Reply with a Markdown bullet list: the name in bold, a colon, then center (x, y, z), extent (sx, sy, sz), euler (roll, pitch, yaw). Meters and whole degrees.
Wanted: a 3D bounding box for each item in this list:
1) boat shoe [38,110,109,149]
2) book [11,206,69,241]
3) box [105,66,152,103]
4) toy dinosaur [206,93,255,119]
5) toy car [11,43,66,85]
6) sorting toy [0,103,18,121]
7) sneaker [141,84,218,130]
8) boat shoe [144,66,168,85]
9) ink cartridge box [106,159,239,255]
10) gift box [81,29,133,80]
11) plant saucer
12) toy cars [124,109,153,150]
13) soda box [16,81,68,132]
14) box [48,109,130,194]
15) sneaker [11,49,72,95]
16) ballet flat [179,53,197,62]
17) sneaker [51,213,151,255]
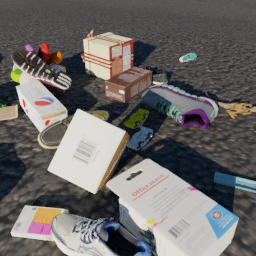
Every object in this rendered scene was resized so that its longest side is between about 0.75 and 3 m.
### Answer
- **boat shoe**: center (-1.723, -0.092, 9.231), extent (2.497, 0.821, 0.892), euler (-21, 76, -32)
- **book**: center (-2.024, 2.210, 6.518), extent (1.112, 0.267, 0.743), euler (5, 37, 8)
- **box**: center (0.070, -1.967, 12.353), extent (1.071, 0.802, 2.139), euler (23, 38, 30)
- **toy dinosaur**: center (4.036, -0.790, 10.892), extent (2.134, 0.645, 1.133), euler (15, 15, 9)
- **toy car**: center (-4.105, -2.895, 12.766), extent (2.475, 1.856, 2.166), euler (-17, 38, -24)
- **sorting toy**: center (-4.743, -0.649, 10.886), extent (0.921, 0.183, 1.246), euler (-14, 39, -12)
- **sneaker**: center (1.742, -0.770, 10.314), extent (2.948, 1.097, 1.290), euler (15, 41, 20)
- **boat shoe**: center (0.958, -2.597, 13.391), extent (2.006, 0.665, 0.750), euler (21, 39, 29)
- **ink cartridge box**: center (0.857, 1.917, 6.352), extent (1.516, 0.893, 2.632), euler (-26, 41, -33)
- **gift box**: center (-0.974, -3.744, 13.871), extent (2.011, 2.154, 1.988), euler (25, 36, 34)
- **plant saucer**: center (2.960, 1.501, 7.713), extent (1.144, 0.109, 0.400), euler (13, 35, 17)
- **toy cars**: center (0.361, 0.092, 9.552), extent (0.941, 0.465, 2.099), euler (-10, 37, 3)
- **soda box**: center (-3.223, -0.786, 10.439), extent (0.967, 0.904, 2.840), euler (-20, 39, -28)
- **box**: center (-0.775, 0.547, 6.731), extent (1.120, 1.429, 2.298), euler (26, -2, 4)
- **sneaker**: center (-3.724, -2.096, 11.730), extent (2.562, 1.480, 0.969), euler (31, 57, -11)
- **ballet flat**: center (3.347, -3.971, 15.778), extent (1.123, 0.403, 0.403), euler (-19, 38, -26)
- **sneaker**: center (-0.548, 2.205, 5.736), extent (2.420, 1.031, 0.933), euler (17, 37, 20)
